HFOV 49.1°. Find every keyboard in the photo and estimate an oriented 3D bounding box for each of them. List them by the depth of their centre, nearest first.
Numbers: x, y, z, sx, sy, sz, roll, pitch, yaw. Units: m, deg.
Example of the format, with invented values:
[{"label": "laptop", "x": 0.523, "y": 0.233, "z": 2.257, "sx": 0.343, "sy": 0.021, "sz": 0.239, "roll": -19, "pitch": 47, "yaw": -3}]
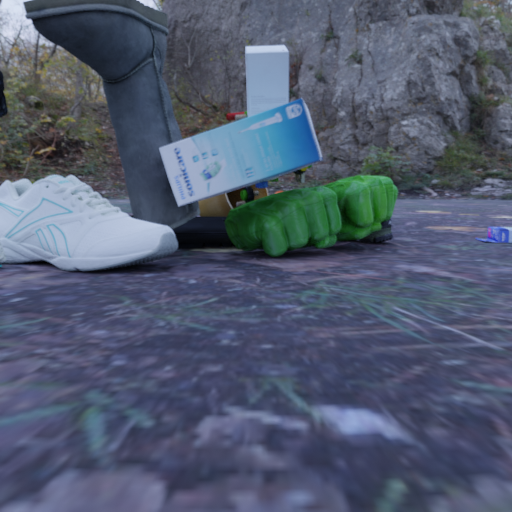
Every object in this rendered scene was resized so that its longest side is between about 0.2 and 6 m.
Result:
[{"label": "keyboard", "x": -2.018, "y": -0.461, "z": 10.824, "sx": 3.955, "sy": 0.507, "sz": 2.375, "roll": 0, "pitch": 13, "yaw": -3}]

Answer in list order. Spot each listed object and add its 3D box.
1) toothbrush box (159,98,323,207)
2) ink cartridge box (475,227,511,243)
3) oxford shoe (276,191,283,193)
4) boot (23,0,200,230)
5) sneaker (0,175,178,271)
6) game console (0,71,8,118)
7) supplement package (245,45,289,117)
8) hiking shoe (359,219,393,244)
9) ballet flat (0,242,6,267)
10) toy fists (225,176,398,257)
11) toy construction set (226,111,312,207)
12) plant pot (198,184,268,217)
[{"label": "toothbrush box", "x": -0.143, "y": -1.461, "z": 8.092, "sx": 2.064, "sy": 0.880, "sz": 1.511, "roll": -16, "pitch": 7, "yaw": 9}, {"label": "ink cartridge box", "x": 5.200, "y": -0.408, "z": 11.065, "sx": 1.484, "sy": 0.311, "sz": 0.886, "roll": -1, "pitch": 6, "yaw": 10}, {"label": "oxford shoe", "x": 0.412, "y": -0.756, "z": 12.154, "sx": 1.043, "sy": 1.024, "sz": 2.877, "roll": -22, "pitch": 0, "yaw": 15}, {"label": "boot", "x": -1.886, "y": -1.916, "z": 8.202, "sx": 1.204, "sy": 3.317, "sz": 3.016, "roll": 5, "pitch": 15, "yaw": 25}, {"label": "sneaker", "x": -2.525, "y": -0.473, "z": 7.701, "sx": 3.182, "sy": 1.275, "sz": 1.119, "roll": 5, "pitch": 7, "yaw": 25}, {"label": "game console", "x": -3.222, "y": -1.775, "z": 6.300, "sx": 0.697, "sy": 1.053, "sz": 1.197, "roll": -44, "pitch": 10, "yaw": -21}, {"label": "supplement package", "x": 0.168, "y": -2.675, "z": 8.790, "sx": 0.648, "sy": 1.109, "sz": 0.650, "roll": -2, "pitch": 28, "yaw": -1}, {"label": "hiking shoe", "x": 1.876, "y": -0.775, "z": 11.199, "sx": 1.899, "sy": 0.956, "sz": 0.719, "roll": 7, "pitch": 8, "yaw": 38}, {"label": "ballet flat", "x": -3.884, "y": -0.050, "z": 6.674, "sx": 0.731, "sy": 0.731, "sz": 2.036, "roll": 2, "pitch": 8, "yaw": 18}, {"label": "toy fists", "x": 1.088, "y": -0.680, "z": 9.364, "sx": 3.131, "sy": 1.077, "sz": 1.596, "roll": -15, "pitch": 2, "yaw": -36}, {"label": "toy construction set", "x": 0.254, "y": -1.858, "z": 10.055, "sx": 1.262, "sy": 1.642, "sz": 1.370, "roll": -13, "pitch": -3, "yaw": -22}, {"label": "plant pot", "x": -0.832, "y": -1.570, "z": 15.950, "sx": 1.655, "sy": 1.655, "sz": 1.776, "roll": -7, "pitch": -6, "yaw": -45}]
